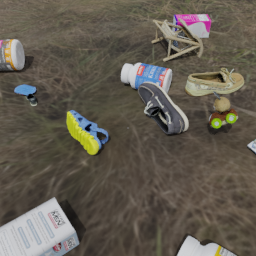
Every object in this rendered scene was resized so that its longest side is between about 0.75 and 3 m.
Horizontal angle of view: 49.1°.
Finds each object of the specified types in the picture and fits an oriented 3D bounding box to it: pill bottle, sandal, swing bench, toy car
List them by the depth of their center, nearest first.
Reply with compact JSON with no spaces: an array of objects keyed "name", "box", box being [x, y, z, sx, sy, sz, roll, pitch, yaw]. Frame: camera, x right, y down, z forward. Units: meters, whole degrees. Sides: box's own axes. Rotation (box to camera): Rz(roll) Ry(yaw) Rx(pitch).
[{"name":"pill bottle","box":[2.006,3.180,5.769,2.086,1.173,1.173,24,49,24]},{"name":"toy car","box":[3.007,-0.666,9.244,0.920,1.167,0.958,-20,0,18]},{"name":"sandal","box":[-1.377,0.074,9.432,0.863,0.788,1.982,-24,55,-33]},{"name":"pill bottle","box":[0.734,-2.034,11.358,1.918,1.077,1.077,15,45,15]},{"name":"pill bottle","box":[-5.902,-3.198,12.396,2.288,1.331,1.331,-3,43,-2]},{"name":"swing bench","box":[2.408,-4.384,13.679,2.012,1.305,2.001,-10,44,-11]}]

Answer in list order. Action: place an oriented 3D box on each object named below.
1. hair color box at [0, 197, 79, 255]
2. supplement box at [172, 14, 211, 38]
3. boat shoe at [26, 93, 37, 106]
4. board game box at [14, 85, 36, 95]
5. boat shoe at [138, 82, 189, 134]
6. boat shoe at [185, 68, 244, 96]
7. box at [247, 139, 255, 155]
[{"name":"hair color box","box":[-2.481,2.788,6.514,2.373,0.720,1.175,-27,50,-25]},{"name":"supplement box","box":[3.399,-5.474,15.074,1.863,0.943,0.963,0,43,0]},{"name":"boat shoe","box":[-3.837,-1.216,11.055,0.328,0.291,0.877,-19,47,-19]},{"name":"board game box","box":[-4.190,-1.505,11.472,0.832,0.162,0.657,15,40,9]},{"name":"boat shoe","box":[1.026,-0.762,10.100,0.842,0.976,2.686,-21,52,-25]},{"name":"boat shoe","box":[3.614,-1.910,11.409,2.574,0.807,0.944,-13,45,-13]},{"name":"box","box":[4.362,0.697,9.014,0.563,0.155,0.825,-33,51,-7]}]
